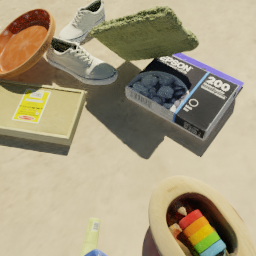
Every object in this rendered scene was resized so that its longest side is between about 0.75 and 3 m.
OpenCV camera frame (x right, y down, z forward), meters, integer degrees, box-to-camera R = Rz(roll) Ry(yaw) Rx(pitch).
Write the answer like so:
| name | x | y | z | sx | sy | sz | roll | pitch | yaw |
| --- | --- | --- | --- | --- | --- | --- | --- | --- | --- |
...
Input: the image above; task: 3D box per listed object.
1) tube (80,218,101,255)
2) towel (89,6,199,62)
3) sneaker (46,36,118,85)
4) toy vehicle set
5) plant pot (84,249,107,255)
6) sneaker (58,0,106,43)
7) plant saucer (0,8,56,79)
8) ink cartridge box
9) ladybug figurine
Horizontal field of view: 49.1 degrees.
| name | x | y | z | sx | sy | sz | roll | pitch | yaw |
| --- | --- | --- | --- | --- | --- | --- | --- | --- | --- |
| tube | -0.898 | 2.742 | 6.618 | 0.339 | 0.303 | 1.167 | -17 | 52 | 37 |
| towel | 0.451 | -2.773 | 8.550 | 2.923 | 2.169 | 0.533 | 1 | 78 | 38 |
| sneaker | -1.665 | -2.291 | 9.466 | 2.788 | 0.987 | 1.018 | 21 | 59 | 13 |
| toy vehicle set | -2.953 | -0.554 | 8.684 | 2.944 | 0.390 | 1.829 | 9 | 57 | 6 |
| plant pot | -0.744 | 3.702 | 4.935 | 1.917 | 2.132 | 2.133 | -28 | 61 | -10 |
| sneaker | -1.797 | -4.127 | 10.735 | 0.907 | 0.880 | 2.484 | 28 | 61 | 17 |
| plant saucer | -3.622 | -2.883 | 9.616 | 2.841 | 0.459 | 2.841 | -13 | 58 | 22 |
| ink cartridge box | 1.933 | -1.413 | 9.107 | 2.909 | 0.637 | 2.937 | 31 | 61 | 21 |
| ladybug figurine | 1.593 | 2.475 | 6.295 | 1.996 | 1.058 | 2.941 | -23 | 60 | -14 |
